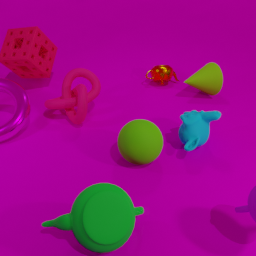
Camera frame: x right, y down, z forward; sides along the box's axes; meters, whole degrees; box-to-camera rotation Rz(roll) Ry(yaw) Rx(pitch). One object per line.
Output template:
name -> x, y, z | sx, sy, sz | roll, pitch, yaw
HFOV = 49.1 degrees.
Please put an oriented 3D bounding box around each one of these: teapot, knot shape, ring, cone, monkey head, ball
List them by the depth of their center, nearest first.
teapot -> 2.550, 1.328, 4.750 | 1.405, 0.688, 0.873 | -11, 67, 19
teapot -> -0.559, 1.622, 5.095 | 1.900, 0.930, 1.181 | -1, 75, -23
ball -> 0.299, 0.341, 6.840 | 1.108, 1.108, 1.108 | 0, 36, 0
monkey head -> 1.878, 0.021, 7.261 | 1.120, 0.938, 1.556 | -6, 14, 30
ring -> -3.796, -0.522, 7.896 | 2.050, 0.410, 2.050 | 1, 66, -2
knot shape -> -1.560, -1.056, 8.488 | 1.801, 0.832, 1.685 | 18, 69, 39
cone -> 2.354, -1.590, 9.396 | 1.130, 1.125, 1.125 | -9, 36, -21
teapot -> 1.299, -1.945, 10.381 | 1.398, 0.685, 0.869 | -2, -1, -18

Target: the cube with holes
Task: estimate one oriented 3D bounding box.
cube with holes -> -3.482, -2.613, 9.865 | 1.256, 1.256, 1.256 | 3, 72, 21
